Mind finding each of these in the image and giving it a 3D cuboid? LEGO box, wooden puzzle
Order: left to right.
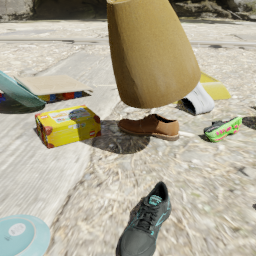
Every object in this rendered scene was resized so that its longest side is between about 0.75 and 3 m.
[{"bbox_3d":[-3.201,-1.732,11.978,2.704,0.626,2.505,-7,25,-36],"label":"wooden puzzle"},{"bbox_3d":[-1.860,-0.101,8.692,1.698,0.655,1.265,-14,30,-27],"label":"LEGO box"}]

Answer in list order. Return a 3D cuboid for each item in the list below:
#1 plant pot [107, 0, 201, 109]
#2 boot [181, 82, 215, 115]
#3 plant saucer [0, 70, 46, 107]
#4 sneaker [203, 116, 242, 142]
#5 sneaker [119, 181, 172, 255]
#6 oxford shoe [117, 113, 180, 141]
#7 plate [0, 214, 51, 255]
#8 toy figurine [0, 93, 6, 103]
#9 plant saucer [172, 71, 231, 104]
[{"bbox_3d":[0.402,-1.901,6.192,2.065,2.216,2.065,-14,41,12],"label":"plant pot"},{"bbox_3d":[2.348,-1.285,10.567,0.918,0.707,1.921,-17,54,-23],"label":"boot"},{"bbox_3d":[-4.395,-1.579,10.343,2.896,0.521,2.896,34,-4,3],"label":"plant saucer"},{"bbox_3d":[2.972,-0.072,8.717,1.572,0.603,0.658,-16,35,-33],"label":"sneaker"},{"bbox_3d":[0.331,1.656,5.111,0.660,0.694,1.751,12,30,20],"label":"sneaker"},{"bbox_3d":[0.628,-0.155,8.773,2.031,0.724,0.724,7,28,18],"label":"oxford shoe"},{"bbox_3d":[-2.126,2.000,4.970,1.445,0.185,1.445,-1,26,1],"label":"plate"},{"bbox_3d":[-5.618,-1.145,11.027,2.045,1.079,1.225,10,-1,13],"label":"toy figurine"},{"bbox_3d":[2.724,-1.965,12.487,2.797,0.678,2.798,-5,27,-12],"label":"plant saucer"}]
